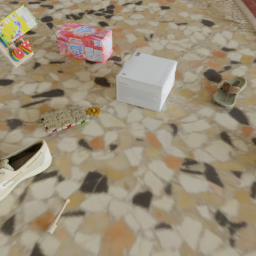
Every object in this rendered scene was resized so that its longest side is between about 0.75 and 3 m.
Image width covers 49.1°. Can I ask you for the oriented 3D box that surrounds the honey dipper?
[{"bbox_3d":[-1.557,1.973,6.342,0.170,0.170,0.893,15,46,14],"label":"honey dipper"}]

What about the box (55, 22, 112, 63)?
[{"bbox_3d":[-1.671,-3.319,10.891,1.966,1.009,0.931,14,47,15],"label":"box"}]

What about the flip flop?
[{"bbox_3d":[3.384,-1.273,9.206,0.780,0.554,1.923,31,53,26],"label":"flip flop"}]

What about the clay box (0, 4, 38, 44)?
[{"bbox_3d":[-3.185,-2.921,7.918,1.073,0.616,0.255,-30,36,7],"label":"clay box"}]

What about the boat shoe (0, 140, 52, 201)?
[{"bbox_3d":[-2.992,1.068,6.781,2.381,0.773,0.859,-31,54,-27],"label":"boat shoe"}]

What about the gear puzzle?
[{"bbox_3d":[-1.695,-0.328,8.554,1.835,0.240,0.950,-19,47,-21],"label":"gear puzzle"}]

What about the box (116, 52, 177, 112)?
[{"bbox_3d":[0.605,-1.543,9.141,1.555,1.016,1.547,17,48,16],"label":"box"}]

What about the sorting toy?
[{"bbox_3d":[-3.472,-2.564,8.691,0.359,1.024,1.030,-21,28,31],"label":"sorting toy"}]
